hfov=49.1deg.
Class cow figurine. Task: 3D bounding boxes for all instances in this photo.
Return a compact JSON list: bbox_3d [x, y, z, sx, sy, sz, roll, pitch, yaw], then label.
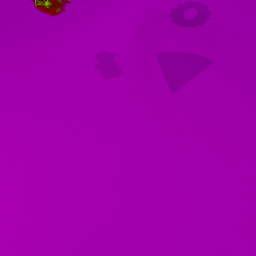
[{"bbox_3d":[-1.731,-2.938,6.489,0.669,1.200,1.219,-48,57,20],"label":"cow figurine"}]
